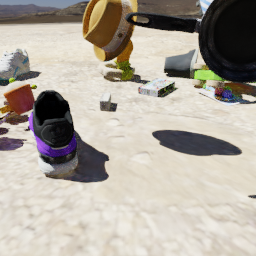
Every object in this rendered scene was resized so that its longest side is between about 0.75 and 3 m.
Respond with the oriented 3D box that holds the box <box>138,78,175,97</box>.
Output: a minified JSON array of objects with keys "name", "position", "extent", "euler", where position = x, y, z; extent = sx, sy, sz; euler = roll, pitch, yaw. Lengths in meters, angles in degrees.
[{"name":"box","position":[1.130,-1.580,10.818],"extent":[0.843,0.266,1.533],"euler":[14,29,29]}]

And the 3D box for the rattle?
[{"name":"rattle","position":[-0.621,-3.354,12.899],"extent":[1.738,1.907,2.669],"euler":[-14,30,1]}]

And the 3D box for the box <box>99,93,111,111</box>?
[{"name":"box","position":[-0.734,-0.874,9.184],"extent":[0.292,0.351,0.853],"euler":[1,23,2]}]

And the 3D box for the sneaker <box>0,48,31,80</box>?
[{"name":"sneaker","position":[-5.360,-2.842,12.552],"extent":[1.073,1.133,2.806],"euler":[4,26,5]}]

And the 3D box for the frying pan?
[{"name":"frying pan","position":[1.455,-1.443,4.667],"extent":[2.680,1.621,0.436],"euler":[-10,25,16]}]

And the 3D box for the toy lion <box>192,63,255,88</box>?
[{"name":"toy lion","position":[3.884,-1.944,10.656],"extent":[2.497,0.894,2.605],"euler":[4,10,-6]}]

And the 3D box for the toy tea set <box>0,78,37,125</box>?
[{"name":"toy tea set","position":[-3.570,-0.525,7.186],"extent":[1.558,0.970,2.621],"euler":[-14,16,30]}]

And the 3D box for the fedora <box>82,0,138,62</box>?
[{"name":"fedora","position":[-0.537,-2.440,6.403],"extent":[0.737,1.806,1.806],"euler":[7,16,-38]}]

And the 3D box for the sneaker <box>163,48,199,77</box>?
[{"name":"sneaker","position":[2.595,-3.291,13.582],"extent":[1.494,1.052,2.812],"euler":[9,27,13]}]

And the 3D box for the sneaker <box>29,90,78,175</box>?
[{"name":"sneaker","position":[-1.753,-0.254,6.486],"extent":[1.007,1.441,2.897],"euler":[-10,26,-21]}]

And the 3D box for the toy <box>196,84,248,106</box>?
[{"name":"toy","position":[3.346,-1.300,10.047],"extent":[0.985,0.404,1.711],"euler":[-12,27,-23]}]

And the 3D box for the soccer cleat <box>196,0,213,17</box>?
[{"name":"soccer cleat","position":[2.364,-2.586,6.880],"extent":[0.733,2.099,0.906],"euler":[-3,-18,-44]}]
